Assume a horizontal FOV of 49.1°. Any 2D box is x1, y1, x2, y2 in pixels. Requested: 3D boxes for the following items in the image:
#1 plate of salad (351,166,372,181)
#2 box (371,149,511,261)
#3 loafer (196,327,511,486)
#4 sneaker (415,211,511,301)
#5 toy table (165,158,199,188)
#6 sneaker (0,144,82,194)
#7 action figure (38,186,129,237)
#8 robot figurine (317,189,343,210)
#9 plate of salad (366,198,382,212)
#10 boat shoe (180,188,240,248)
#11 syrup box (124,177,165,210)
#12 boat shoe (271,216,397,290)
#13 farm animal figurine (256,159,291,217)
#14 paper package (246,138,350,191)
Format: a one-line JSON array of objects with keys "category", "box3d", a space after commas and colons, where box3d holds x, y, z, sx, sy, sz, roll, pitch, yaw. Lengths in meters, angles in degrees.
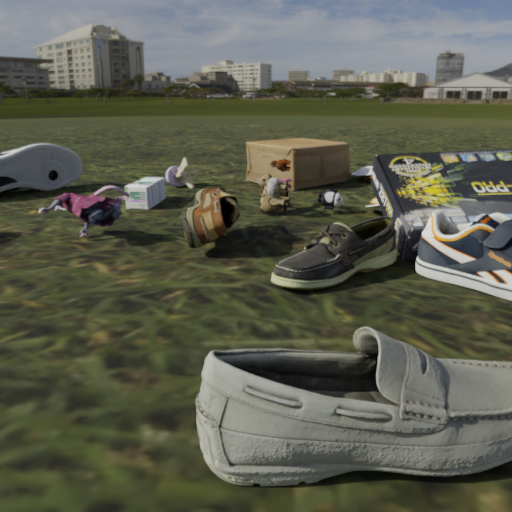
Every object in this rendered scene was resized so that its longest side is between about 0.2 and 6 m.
[{"category": "plate of salad", "box3d": [3.553, -2.280, 15.465, 1.832, 0.440, 1.832, -8, 11, 2]}, {"category": "box", "box3d": [3.563, -0.900, 9.235, 2.910, 0.715, 2.346, -2, 41, -1]}, {"category": "loafer", "box3d": [0.924, 0.988, 3.979, 2.684, 0.937, 0.939, -3, 17, -11]}, {"category": "sneaker", "box3d": [3.239, 0.001, 7.228, 2.406, 0.955, 0.944, 15, 22, 36]}, {"category": "toy table", "box3d": [-1.891, -2.107, 14.484, 0.501, 0.786, 0.855, -8, 21, 33]}, {"category": "sneaker", "box3d": [-6.184, -2.212, 13.935, 1.810, 1.182, 3.236, 16, 25, 40]}, {"category": "action figure", "box3d": [-2.991, -0.893, 9.522, 1.336, 0.994, 0.895, 18, -12, 36]}, {"category": "robot figurine", "box3d": [1.522, -1.165, 11.518, 0.510, 0.383, 0.318, 11, 18, 18]}, {"category": "plate of salad", "box3d": [3.196, -1.201, 11.273, 1.999, 0.480, 1.999, -7, 3, 0]}, {"category": "boat shoe", "box3d": [-0.625, -0.681, 9.283, 0.755, 0.773, 2.043, -14, 20, 12]}, {"category": "syrup box", "box3d": [-2.449, -1.401, 12.457, 0.505, 0.522, 1.282, 2, 16, 8]}, {"category": "boat shoe", "box3d": [1.132, -0.103, 7.823, 2.306, 0.758, 0.824, -13, 22, -37]}, {"category": "farm animal figurine", "box3d": [0.335, -1.335, 11.703, 0.695, 1.333, 1.318, 4, 46, 7]}, {"category": "paper package", "box3d": [1.089, -2.526, 15.121, 2.127, 1.100, 2.028, -15, 22, -38]}]
